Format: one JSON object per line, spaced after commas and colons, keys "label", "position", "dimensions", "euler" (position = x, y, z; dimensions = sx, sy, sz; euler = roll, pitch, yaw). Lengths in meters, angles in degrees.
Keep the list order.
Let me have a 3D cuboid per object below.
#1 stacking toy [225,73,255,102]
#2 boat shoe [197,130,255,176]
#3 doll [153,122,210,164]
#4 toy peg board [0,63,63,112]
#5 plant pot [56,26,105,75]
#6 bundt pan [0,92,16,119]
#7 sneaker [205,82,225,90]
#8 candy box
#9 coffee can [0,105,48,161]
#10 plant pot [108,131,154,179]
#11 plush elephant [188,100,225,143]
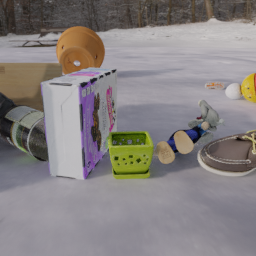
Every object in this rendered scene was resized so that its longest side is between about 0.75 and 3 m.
{"label": "stacking toy", "position": [5.021, -1.510, 10.618], "dimensions": [2.582, 1.887, 1.887], "euler": [-10, 10, 36]}
{"label": "boat shoe", "position": [2.522, 0.392, 5.398], "dimensions": [2.356, 0.701, 0.846], "euler": [-1, 52, -10]}
{"label": "doll", "position": [1.122, 0.286, 5.926], "dimensions": [1.346, 0.478, 1.972], "euler": [-32, -7, 21]}
{"label": "toy peg board", "position": [-2.740, -0.902, 8.150], "dimensions": [1.853, 1.845, 0.906], "euler": [1, 4, 2]}
{"label": "plant pot", "position": [-2.742, -3.987, 15.767], "dimensions": [2.828, 2.828, 1.979], "euler": [0, 37, -1]}
{"label": "bundt pan", "position": [-3.537, -0.463, 6.835], "dimensions": [1.770, 1.770, 0.664], "euler": [10, 63, 26]}
{"label": "sneaker", "position": [4.125, -2.016, 13.269], "dimensions": [0.924, 0.361, 0.357], "euler": [6, 11, 14]}
{"label": "candy box", "position": [-0.891, -0.249, 6.014], "dimensions": [0.779, 1.827, 2.178], "euler": [5, 21, 14]}
{"label": "coffee can", "position": [-2.123, 0.080, 6.319], "dimensions": [1.358, 0.994, 0.994], "euler": [17, 26, 40]}
{"label": "plant pot", "position": [0.039, 0.535, 5.431], "dimensions": [0.821, 0.748, 0.825], "euler": [-2, 20, -4]}
{"label": "plush elephant", "position": [1.864, -0.105, 6.956], "dimensions": [0.763, 0.812, 0.986], "euler": [-29, 22, 1]}
